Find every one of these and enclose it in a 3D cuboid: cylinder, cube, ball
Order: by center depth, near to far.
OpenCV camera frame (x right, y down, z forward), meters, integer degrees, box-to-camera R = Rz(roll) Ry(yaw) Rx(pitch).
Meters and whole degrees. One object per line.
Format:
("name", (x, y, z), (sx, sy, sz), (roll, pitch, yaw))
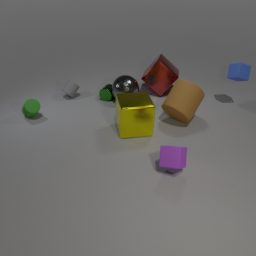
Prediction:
("cube", (1.511, 0.957, 9.325), (0.700, 0.700, 0.700), (3, -2, 30))
("cube", (0.259, -0.564, 11.698), (1.400, 1.400, 1.400), (-4, 32, -10))
("cylinder", (2.400, -1.164, 12.238), (1.400, 1.400, 1.400), (25, 79, 36))
("cylinder", (-4.409, -0.905, 12.740), (0.700, 0.700, 0.700), (-22, -3, -32))
("cube", (5.210, -2.620, 13.153), (0.700, 0.700, 0.700), (10, 2, -25))
("ball", (-0.128, -1.955, 14.083), (1.400, 1.400, 1.400), (0, 31, 0))
("cylinder", (-2.988, -2.063, 14.581), (0.700, 0.700, 0.700), (32, 87, 41))
("cylinder", (-1.056, -1.849, 14.584), (0.700, 0.700, 0.700), (9, 32, 15))
("cube", (1.750, -2.856, 14.979), (1.400, 1.400, 1.400), (40, 28, -10))
